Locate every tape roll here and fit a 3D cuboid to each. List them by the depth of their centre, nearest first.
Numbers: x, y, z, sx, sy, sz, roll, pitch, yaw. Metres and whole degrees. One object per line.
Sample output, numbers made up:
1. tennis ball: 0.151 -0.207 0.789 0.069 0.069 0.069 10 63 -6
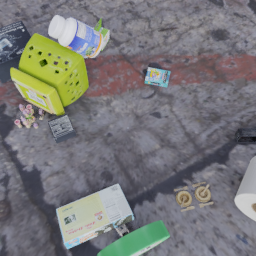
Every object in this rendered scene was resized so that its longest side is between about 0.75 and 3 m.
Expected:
1. tape roll: 0.179 3.437 8.172 2.143 2.143 0.515 -23 64 -12
2. tape roll: 4.759 2.075 8.860 2.269 2.269 1.558 27 64 14

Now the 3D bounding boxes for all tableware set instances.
1. tableware set: 2.316 2.383 9.837 1.270 0.255 0.840 -12 62 -7

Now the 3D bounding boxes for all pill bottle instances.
1. pill bottle: -1.862 -3.278 10.016 1.785 1.001 1.001 15 52 -39

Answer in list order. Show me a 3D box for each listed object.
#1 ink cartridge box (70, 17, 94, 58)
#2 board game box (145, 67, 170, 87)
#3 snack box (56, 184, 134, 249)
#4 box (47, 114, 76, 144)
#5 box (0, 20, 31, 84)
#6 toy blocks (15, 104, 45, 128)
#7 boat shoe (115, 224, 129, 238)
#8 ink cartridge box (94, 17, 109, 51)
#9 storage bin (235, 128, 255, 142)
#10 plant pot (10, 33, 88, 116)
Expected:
1. ink cartridge box: -2.251 -4.152 12.881 1.412 1.438 0.311 31 22 18
2. board game box: 1.313 -2.254 12.413 1.007 0.236 0.760 11 62 6
3. snack box: -1.109 2.856 9.262 2.293 0.425 1.332 -20 43 -11
4. box: -2.586 0.040 10.979 0.844 0.520 0.837 -22 63 -12
5. box: -5.167 -3.416 12.503 2.040 1.218 2.075 -27 66 -14
6. toy blocks: -3.949 -0.530 11.134 0.958 0.807 0.896 5 61 3
7. boat shoe: -0.169 3.385 9.066 0.371 0.994 0.461 -20 100 -11
8. ink cartridge box: -1.226 -4.326 12.986 0.453 1.196 0.884 22 64 5
9. storage bin: 4.632 0.278 10.843 0.786 0.531 0.368 -1 61 0
10. plant pot: -3.082 -1.915 11.049 2.265 2.254 2.056 26 68 9
